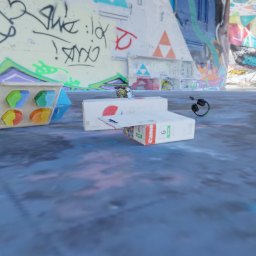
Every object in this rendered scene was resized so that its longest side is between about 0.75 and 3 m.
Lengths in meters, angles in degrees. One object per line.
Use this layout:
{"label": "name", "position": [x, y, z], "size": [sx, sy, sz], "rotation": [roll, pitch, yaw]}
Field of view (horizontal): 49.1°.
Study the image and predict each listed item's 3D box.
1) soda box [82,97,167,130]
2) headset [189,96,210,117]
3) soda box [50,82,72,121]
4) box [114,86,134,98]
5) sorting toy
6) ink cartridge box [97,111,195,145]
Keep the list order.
{"label": "soda box", "position": [-0.092, -0.414, 7.625], "size": [2.243, 0.764, 0.714], "rotation": [-3, 12, -9]}
{"label": "headset", "position": [2.613, -0.828, 10.355], "size": [0.986, 0.609, 0.463], "rotation": [53, 15, 29]}
{"label": "soda box", "position": [-3.156, -0.722, 8.222], "size": [2.803, 0.951, 0.899], "rotation": [-11, -28, -48]}
{"label": "box", "position": [-0.102, -1.057, 9.861], "size": [0.231, 0.838, 1.227], "rotation": [-19, 14, -17]}
{"label": "sorting toy", "position": [-2.587, -0.531, 7.244], "size": [1.573, 1.700, 0.310], "rotation": [-7, 55, -40]}
{"label": "ink cartridge box", "position": [0.384, -0.003, 6.013], "size": [1.860, 0.468, 1.014], "rotation": [-7, 17, -26]}
